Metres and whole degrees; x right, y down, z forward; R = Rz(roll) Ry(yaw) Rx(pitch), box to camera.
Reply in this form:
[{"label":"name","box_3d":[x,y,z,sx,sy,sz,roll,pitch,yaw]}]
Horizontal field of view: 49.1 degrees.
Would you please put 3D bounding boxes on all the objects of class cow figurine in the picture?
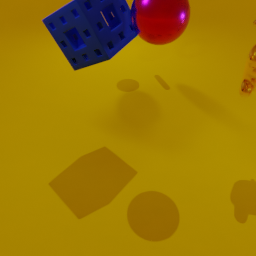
[{"label":"cow figurine","box_3d":[3.053,-1.621,6.146,0.946,1.723,1.695,17,46,16]}]

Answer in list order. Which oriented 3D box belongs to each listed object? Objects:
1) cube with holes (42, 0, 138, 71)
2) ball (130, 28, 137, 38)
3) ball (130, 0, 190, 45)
[{"label":"cube with holes","box_3d":[-0.812,-2.361,6.501,1.339,1.339,1.339,-3,38,45]},{"label":"ball","box_3d":[0.027,-3.824,10.619,0.921,0.921,0.921,0,38,0]},{"label":"ball","box_3d":[0.635,-2.252,5.547,1.178,1.178,1.178,0,38,0]}]
